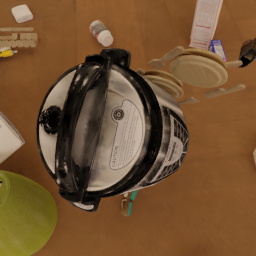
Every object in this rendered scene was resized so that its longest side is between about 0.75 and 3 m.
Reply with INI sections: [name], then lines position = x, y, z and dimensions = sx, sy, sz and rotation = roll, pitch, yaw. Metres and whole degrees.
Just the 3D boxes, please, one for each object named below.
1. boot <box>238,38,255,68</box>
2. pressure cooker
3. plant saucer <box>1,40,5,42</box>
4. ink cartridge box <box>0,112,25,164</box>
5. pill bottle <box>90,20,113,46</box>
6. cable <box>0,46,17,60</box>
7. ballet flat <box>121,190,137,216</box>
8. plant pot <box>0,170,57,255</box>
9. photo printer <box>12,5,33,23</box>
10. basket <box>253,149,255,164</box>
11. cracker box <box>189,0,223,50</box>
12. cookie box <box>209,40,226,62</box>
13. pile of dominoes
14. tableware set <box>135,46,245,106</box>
[boot]
position = 3.820, -2.309, 8.154
dimensions = 0.620, 1.661, 0.805
rotation = 30, 77, -7
[pressure cooker]
position = -0.336, 0.097, 5.538
dimensions = 2.582, 2.890, 2.542
rotation = -34, 71, 19
[plant saucer]
position = -6.021, -3.322, 10.377
dimensions = 1.974, 0.473, 1.971
rotation = 31, 36, -2
[ink cartridge box]
position = -4.330, 0.372, 7.433
dimensions = 2.781, 1.179, 2.026
rotation = 13, 51, 48
[pill bottle]
position = -1.043, -3.732, 11.083
dimensions = 0.581, 0.581, 1.019
rotation = -26, 61, -16
[cable]
position = -5.117, -2.753, 10.534
dimensions = 1.826, 0.460, 0.887
rotation = -29, 62, -16
[ballet flat]
position = 0.004, 1.981, 7.685
dimensions = 0.314, 0.294, 0.868
rotation = 4, 60, 25
[plant pot]
position = -2.900, 1.874, 6.601
dimensions = 2.018, 2.157, 2.018
rotation = 0, 58, 0
[photo printer]
position = -4.554, -4.931, 12.009
dimensions = 0.715, 0.299, 0.860
rotation = -25, 61, -15
[basket]
position = 4.084, 0.951, 8.134
dimensions = 0.611, 0.556, 0.902
rotation = 0, 59, 0
[cracker box]
position = 3.033, -4.641, 10.256
dimensions = 0.844, 2.927, 1.961
rotation = 16, 59, 12
[cookie box]
position = 3.214, -2.556, 10.191
dimensions = 0.370, 0.843, 0.985
rotation = -4, 58, 2
[pile of dominoes]
position = -4.448, -3.426, 10.881
dimensions = 1.786, 0.284, 1.392
rotation = -5, 49, -13
[tableware set]
position = 1.146, -1.200, 6.277
dimensions = 1.743, 2.637, 0.529
rotation = 24, 76, -21
